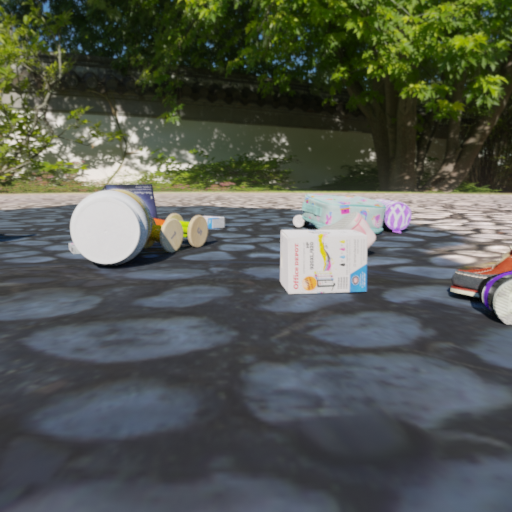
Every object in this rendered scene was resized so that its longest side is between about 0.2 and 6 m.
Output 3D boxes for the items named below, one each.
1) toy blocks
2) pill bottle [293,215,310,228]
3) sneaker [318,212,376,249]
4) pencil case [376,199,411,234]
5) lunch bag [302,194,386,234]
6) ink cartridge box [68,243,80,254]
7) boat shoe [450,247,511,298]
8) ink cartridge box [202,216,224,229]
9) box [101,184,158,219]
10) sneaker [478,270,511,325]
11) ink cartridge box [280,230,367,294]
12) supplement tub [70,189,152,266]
[{"bbox_3d":[-2.347,-0.595,12.413,2.021,0.734,1.684,8,11,28],"label":"toy blocks"},{"bbox_3d":[1.413,-1.076,17.118,0.380,0.380,0.672,4,9,25],"label":"pill bottle"},{"bbox_3d":[1.709,-0.249,11.260,1.600,0.836,0.602,-28,26,49],"label":"sneaker"},{"bbox_3d":[3.797,-1.181,16.191,0.847,0.863,2.019,13,6,-4],"label":"pencil case"},{"bbox_3d":[2.338,-1.178,15.643,1.913,0.920,2.386,0,11,-14],"label":"lunch bag"},{"bbox_3d":[-3.585,-0.172,11.836,0.646,0.162,0.744,-5,10,-24],"label":"ink cartridge box"},{"bbox_3d":[3.705,0.176,7.512,2.387,0.747,0.850,-3,11,-12],"label":"boat shoe"},{"bbox_3d":[-1.428,-1.010,16.867,0.785,0.332,0.567,5,10,37],"label":"ink cartridge box"},{"bbox_3d":[-3.176,-1.114,14.031,1.226,1.216,0.755,-6,-10,-30],"label":"box"},{"bbox_3d":[3.465,0.372,6.482,1.859,0.646,0.925,-1,8,-4],"label":"sneaker"},{"bbox_3d":[0.924,0.067,7.943,1.111,0.818,0.804,-2,9,-5],"label":"ink cartridge box"},{"bbox_3d":[-2.621,-0.541,10.232,1.336,1.336,1.851,-1,8,-7],"label":"supplement tub"}]
